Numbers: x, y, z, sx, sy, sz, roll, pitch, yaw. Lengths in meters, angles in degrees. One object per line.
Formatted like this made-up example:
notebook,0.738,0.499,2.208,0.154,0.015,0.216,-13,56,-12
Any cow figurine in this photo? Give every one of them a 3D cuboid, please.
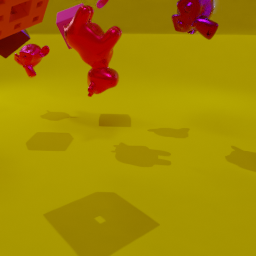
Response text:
cow figurine,-0.833,-1.684,6.488,1.723,1.695,0.946,34,22,-11

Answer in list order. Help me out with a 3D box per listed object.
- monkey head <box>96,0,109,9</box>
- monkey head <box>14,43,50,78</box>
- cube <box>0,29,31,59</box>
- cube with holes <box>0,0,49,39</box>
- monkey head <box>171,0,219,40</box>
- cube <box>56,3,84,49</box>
monkey head,-0.406,-4.007,7.786,0.856,1.420,1.022,17,10,36
monkey head,-3.202,-2.262,9.355,1.431,1.029,0.862,-9,23,37
cube,-3.264,-2.549,7.203,0.899,0.899,0.899,-36,65,6
cube with holes,-1.937,-2.159,4.160,1.074,1.074,1.074,-41,3,-34
monkey head,1.577,-2.486,6.075,1.142,1.587,0.956,41,58,13
cube,-1.638,-3.200,8.816,0.905,0.905,0.905,-19,42,5
